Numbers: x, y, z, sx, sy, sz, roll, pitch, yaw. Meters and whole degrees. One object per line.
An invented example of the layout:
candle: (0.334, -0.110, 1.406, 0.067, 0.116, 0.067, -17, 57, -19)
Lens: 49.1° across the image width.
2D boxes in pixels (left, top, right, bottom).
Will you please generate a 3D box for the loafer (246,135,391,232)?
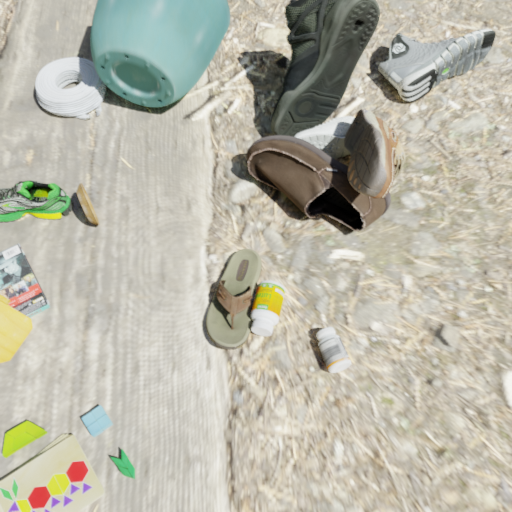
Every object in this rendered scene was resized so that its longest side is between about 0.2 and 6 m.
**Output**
loafer: (1.124, -1.442, 11.239, 3.128, 1.142, 1.111, 23, 51, 13)

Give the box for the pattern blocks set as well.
pattern blocks set: (-3.293, 3.714, 8.819, 2.713, 0.220, 2.385, -24, 62, -14)

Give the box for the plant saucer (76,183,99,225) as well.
plant saucer: (-3.394, -1.013, 11.217, 0.161, 0.912, 0.912, -23, 62, -10)

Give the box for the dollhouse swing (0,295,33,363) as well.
dollhouse swing: (-4.793, 1.278, 10.187, 0.997, 0.964, 1.097, 9, 63, 52)

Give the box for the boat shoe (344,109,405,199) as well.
boat shoe: (2.392, -1.945, 10.732, 1.018, 1.074, 2.836, 23, 37, -11)

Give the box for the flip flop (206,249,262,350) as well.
flip flop: (-0.374, 0.710, 10.367, 0.862, 0.612, 2.125, 13, 60, 7)

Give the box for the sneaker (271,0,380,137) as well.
sneaker: (1.162, -4.237, 12.110, 1.294, 3.385, 1.939, 4, 39, -32)

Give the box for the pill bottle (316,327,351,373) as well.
pill bottle: (1.353, 1.662, 9.919, 0.425, 0.425, 0.730, -16, 60, -9)

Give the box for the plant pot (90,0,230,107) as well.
plant pot: (-2.295, -4.792, 12.407, 2.930, 2.930, 2.352, 14, 68, 8)

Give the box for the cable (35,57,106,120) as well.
cable: (-4.366, -3.971, 13.157, 1.632, 0.565, 1.632, 2, 59, 1)

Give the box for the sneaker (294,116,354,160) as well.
sneaker: (1.675, -2.636, 12.326, 2.000, 0.764, 0.805, -8, 56, -16)

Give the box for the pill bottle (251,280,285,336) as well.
pill bottle: (0.196, 0.968, 10.264, 0.521, 0.521, 0.937, 11, 60, 7)

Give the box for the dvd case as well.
dvd case: (-4.773, 0.617, 10.684, 1.170, 0.176, 1.603, -29, 65, -16)

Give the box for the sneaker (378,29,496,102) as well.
sneaker: (4.211, -5.016, 13.498, 2.955, 1.109, 1.706, -31, 62, -16)

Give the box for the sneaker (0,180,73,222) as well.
sneaker: (-4.826, -1.230, 11.381, 1.996, 0.850, 0.779, -3, 60, -1)
